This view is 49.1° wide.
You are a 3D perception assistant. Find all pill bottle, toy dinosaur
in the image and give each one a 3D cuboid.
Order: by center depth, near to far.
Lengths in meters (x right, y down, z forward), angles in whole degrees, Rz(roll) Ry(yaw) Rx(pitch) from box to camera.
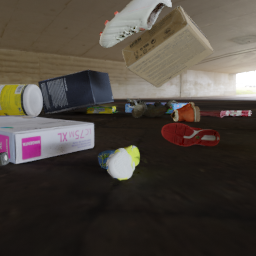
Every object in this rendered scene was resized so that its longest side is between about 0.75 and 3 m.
[{"bbox_3d":[1.009,-0.759,11.729,2.459,0.947,1.258,5,19,-15],"label":"toy dinosaur"},{"bbox_3d":[-5.129,-1.186,12.149,2.472,1.390,1.390,1,7,10],"label":"pill bottle"}]

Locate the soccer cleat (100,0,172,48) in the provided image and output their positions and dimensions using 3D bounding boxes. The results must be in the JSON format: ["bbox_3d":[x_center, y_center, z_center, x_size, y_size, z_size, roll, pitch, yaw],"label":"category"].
[{"bbox_3d":[0.153,-3.639,9.660,2.973,1.153,1.030,-37,-3,32],"label":"soccer cleat"}]

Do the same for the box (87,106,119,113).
[{"bbox_3d":[-1.241,-0.921,14.192,1.515,0.366,0.889,3,7,9],"label":"box"}]

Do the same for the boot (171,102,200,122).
[{"bbox_3d":[2.047,-0.580,10.442,0.949,0.664,1.770,-5,8,4],"label":"boot"}]

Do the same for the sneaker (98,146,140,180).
[{"bbox_3d":[-0.186,0.448,3.477,0.505,0.364,0.961,-12,-2,17],"label":"sneaker"}]

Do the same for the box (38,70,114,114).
[{"bbox_3d":[-2.508,-1.833,14.242,2.728,1.695,2.750,-9,5,16],"label":"box"}]

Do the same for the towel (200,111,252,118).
[{"bbox_3d":[4.094,-0.647,12.448,2.404,0.273,1.731,-3,6,-37],"label":"towel"}]

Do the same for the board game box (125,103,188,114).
[{"bbox_3d":[1.603,-1.061,14.612,2.807,0.514,2.123,5,9,36],"label":"board game box"}]

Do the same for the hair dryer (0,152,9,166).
[{"bbox_3d":[-2.457,0.242,3.579,1.546,0.420,1.178,-1,-13,20],"label":"hair dryer"}]

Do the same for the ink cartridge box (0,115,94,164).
[{"bbox_3d":[-2.122,0.092,5.274,2.665,0.559,1.591,9,11,37],"label":"ink cartridge box"}]

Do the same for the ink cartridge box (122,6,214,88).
[{"bbox_3d":[1.473,-2.859,10.437,2.643,0.993,2.177,-31,-29,27],"label":"ink cartridge box"}]

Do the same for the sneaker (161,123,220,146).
[{"bbox_3d":[1.197,0.161,5.640,1.122,0.439,0.648,12,-1,0],"label":"sneaker"}]
